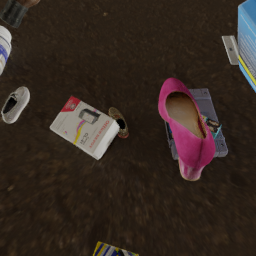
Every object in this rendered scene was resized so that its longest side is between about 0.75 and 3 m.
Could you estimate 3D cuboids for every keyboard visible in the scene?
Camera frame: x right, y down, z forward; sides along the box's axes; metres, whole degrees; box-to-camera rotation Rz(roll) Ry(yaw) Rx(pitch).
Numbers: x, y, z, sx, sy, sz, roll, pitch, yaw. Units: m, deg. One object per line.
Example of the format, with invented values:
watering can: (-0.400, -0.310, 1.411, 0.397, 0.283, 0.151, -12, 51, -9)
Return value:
keyboard: (4.122, -3.092, 11.044, 0.487, 0.092, 1.729, -3, 53, 4)

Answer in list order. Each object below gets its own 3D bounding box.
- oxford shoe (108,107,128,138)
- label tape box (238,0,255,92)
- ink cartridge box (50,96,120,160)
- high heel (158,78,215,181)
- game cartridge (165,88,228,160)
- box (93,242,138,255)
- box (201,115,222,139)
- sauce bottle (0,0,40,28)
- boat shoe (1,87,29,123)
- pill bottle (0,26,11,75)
oxford shoe: (-0.286, -0.275, 8.741, 0.425, 0.452, 1.208, -21, 57, -15)
label tape box: (3.113, -1.271, 5.759, 0.877, 2.653, 1.901, -29, 68, 14)
ink cartridge box: (-1.254, -0.020, 8.216, 1.628, 0.697, 1.202, 28, 79, 20)
high heel: (1.098, -0.363, 5.496, 0.881, 1.255, 2.616, 1, 52, 2)
game cartridge: (1.964, -0.220, 8.736, 1.631, 0.483, 2.516, -1, 54, -6)
box: (-0.611, 3.775, 5.455, 0.940, 0.863, 2.684, 14, 51, 10)
box: (2.165, -0.124, 8.258, 1.052, 0.259, 0.433, 27, 58, 18)
sauce bottle: (-2.363, -3.751, 7.010, 0.838, 0.838, 2.591, 46, 109, 28)
boat shoe: (-3.698, -0.869, 9.135, 0.541, 0.514, 1.501, 13, 55, 9)
pill bottle: (-4.924, -2.844, 10.202, 1.117, 1.117, 1.866, 0, 53, 0)
